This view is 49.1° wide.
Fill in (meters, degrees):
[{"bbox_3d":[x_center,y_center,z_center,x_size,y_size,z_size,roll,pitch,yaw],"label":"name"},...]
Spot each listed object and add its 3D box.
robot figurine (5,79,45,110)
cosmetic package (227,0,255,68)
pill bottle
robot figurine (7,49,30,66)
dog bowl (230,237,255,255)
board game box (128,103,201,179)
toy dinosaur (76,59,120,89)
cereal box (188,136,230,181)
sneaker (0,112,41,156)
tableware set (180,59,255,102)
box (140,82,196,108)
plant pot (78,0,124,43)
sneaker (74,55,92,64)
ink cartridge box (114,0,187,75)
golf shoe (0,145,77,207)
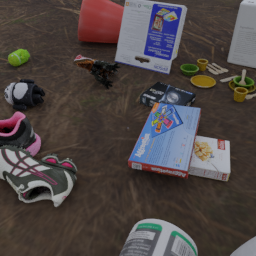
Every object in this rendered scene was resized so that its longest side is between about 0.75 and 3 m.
[{"bbox_3d":[-3.379,-1.100,9.155,1.232,0.769,0.926,4,29,5],"label":"robot figurine"},{"bbox_3d":[5.532,-3.963,11.491,2.006,2.431,2.004,19,42,23],"label":"cosmetic package"},{"bbox_3d":[0.214,2.528,4.101,1.198,1.198,2.119,15,39,19],"label":"pill bottle"},{"bbox_3d":[-4.572,-2.937,11.709,0.848,0.559,0.967,-3,33,34],"label":"robot figurine"},{"bbox_3d":[2.647,2.131,3.296,2.812,2.812,1.108,-1,41,-1],"label":"dog bowl"},{"bbox_3d":[1.067,0.180,7.354,1.395,0.263,2.709,10,37,15],"label":"board game box"},{"bbox_3d":[-1.062,-2.094,10.239,1.887,0.964,1.281,-22,45,-37],"label":"toy dinosaur"},{"bbox_3d":[1.700,0.669,7.198,1.741,0.344,1.252,8,37,12],"label":"cereal box"},{"bbox_3d":[-3.649,0.327,6.814,2.823,1.346,1.115,-18,49,-20],"label":"sneaker"},{"bbox_3d":[3.398,-1.879,10.432,2.000,0.456,2.970,-16,41,-20],"label":"tableware set"},{"bbox_3d":[1.325,-0.990,9.380,1.493,0.325,1.196,25,44,29],"label":"box"},{"bbox_3d":[-1.162,-5.062,13.295,2.006,2.267,2.267,11,38,-5],"label":"plant pot"},{"bbox_3d":[-1.876,-2.917,11.909,0.806,0.287,0.453,-1,41,2],"label":"sneaker"},{"bbox_3d":[0.857,-3.719,11.336,2.558,2.589,0.608,19,21,22],"label":"ink cartridge box"},{"bbox_3d":[-2.371,1.055,6.299,2.374,0.916,1.045,7,44,9],"label":"golf shoe"}]
